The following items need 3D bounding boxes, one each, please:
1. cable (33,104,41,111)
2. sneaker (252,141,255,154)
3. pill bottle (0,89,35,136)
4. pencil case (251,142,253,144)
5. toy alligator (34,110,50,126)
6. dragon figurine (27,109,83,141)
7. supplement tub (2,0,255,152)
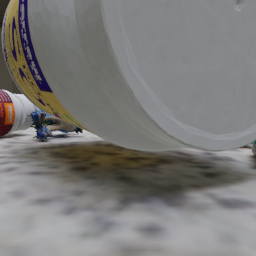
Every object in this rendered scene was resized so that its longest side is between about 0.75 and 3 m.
[{"bbox_3d":[-2.240,-0.762,8.235,1.151,1.151,0.398,-25,-11,-23],"label":"cable"},{"bbox_3d":[2.142,-0.276,3.247,1.008,1.128,2.824,5,8,36],"label":"sneaker"},{"bbox_3d":[-2.446,-0.255,4.829,0.855,0.855,1.560,3,5,29],"label":"pill bottle"},{"bbox_3d":[1.588,-0.154,4.398,0.774,0.774,1.752,1,5,10],"label":"pencil case"},{"bbox_3d":[-2.360,-0.286,7.491,1.831,0.440,0.607,-3,-2,-30],"label":"toy alligator"},{"bbox_3d":[-1.360,-0.128,5.187,0.922,0.546,1.854,-1,6,-18],"label":"dragon figurine"},{"bbox_3d":[-0.048,-0.961,2.954,2.167,2.167,2.980,-2,10,-28],"label":"supplement tub"}]
